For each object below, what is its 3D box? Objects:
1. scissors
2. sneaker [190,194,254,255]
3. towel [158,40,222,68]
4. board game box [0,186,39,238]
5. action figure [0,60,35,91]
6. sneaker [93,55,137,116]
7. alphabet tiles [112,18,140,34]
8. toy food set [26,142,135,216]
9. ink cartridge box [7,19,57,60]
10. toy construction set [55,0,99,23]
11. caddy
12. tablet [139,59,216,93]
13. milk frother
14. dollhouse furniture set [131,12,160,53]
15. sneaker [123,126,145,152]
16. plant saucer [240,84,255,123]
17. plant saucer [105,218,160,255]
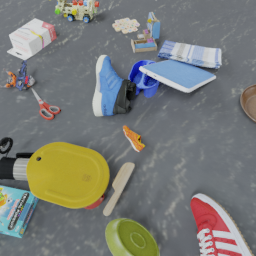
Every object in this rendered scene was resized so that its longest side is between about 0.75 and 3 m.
[{"bbox_3d":[-3.173,-0.888,10.093,1.832,0.128,0.670,36,58,25],"label":"scissors"},{"bbox_3d":[1.866,3.010,6.388,1.656,1.049,2.944,-18,55,-18],"label":"sneaker"},{"bbox_3d":[2.589,-3.102,11.510,2.503,0.298,1.838,14,37,10],"label":"towel"},{"bbox_3d":[-3.349,2.171,7.501,1.516,0.356,1.144,9,52,7],"label":"board game box"},{"bbox_3d":[-4.118,-1.932,10.634,1.224,0.662,1.265,11,73,2],"label":"action figure"},{"bbox_3d":[-0.401,-1.584,10.061,1.462,1.009,2.628,-2,55,6],"label":"sneaker"},{"bbox_3d":[-0.091,-4.904,13.350,1.219,0.089,1.192,-17,54,-14],"label":"alphabet tiles"},{"bbox_3d":[-1.366,1.458,7.764,2.851,0.931,1.677,15,63,13],"label":"toy food set"},{"bbox_3d":[-4.229,-3.869,12.145,1.159,0.672,1.990,25,55,19],"label":"ink cartridge box"},{"bbox_3d":[-2.431,-5.799,13.031,2.588,1.697,1.192,19,54,15],"label":"toy construction set"},{"bbox_3d":[0.646,-1.904,10.467,1.126,0.836,1.592,11,52,10],"label":"caddy"},{"bbox_3d":[1.900,-1.977,10.178,1.937,0.203,2.977,30,32,22],"label":"tablet"},{"bbox_3d":[-3.089,0.900,8.012,1.082,1.150,1.038,2,51,1],"label":"milk frother"},{"bbox_3d":[0.661,-4.216,11.867,1.008,1.545,1.458,-7,51,-7],"label":"dollhouse furniture set"},{"bbox_3d":[0.192,0.292,8.857,0.402,0.380,1.041,-40,62,6],"label":"sneaker"},{"bbox_3d":[4.984,-0.684,9.769,2.171,0.397,2.171,0,50,0],"label":"plant saucer"},{"bbox_3d":[0.174,2.597,6.346,1.491,0.232,1.491,31,18,-12],"label":"plant saucer"}]
